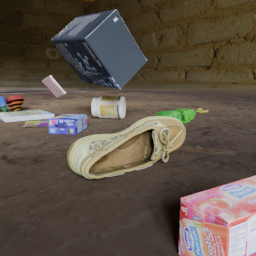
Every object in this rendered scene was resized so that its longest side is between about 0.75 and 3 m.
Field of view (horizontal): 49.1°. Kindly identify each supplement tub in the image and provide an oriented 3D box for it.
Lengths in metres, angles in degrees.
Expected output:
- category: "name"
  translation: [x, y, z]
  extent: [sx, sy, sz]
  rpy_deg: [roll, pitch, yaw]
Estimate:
- category: "supplement tub"
  translation: [-0.870, -0.938, 12.767]
  extent: [1.424, 1.028, 1.028]
  rpy_deg: [2, 11, 10]

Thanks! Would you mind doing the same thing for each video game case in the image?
- category: "video game case"
  translation: [-4.792, -0.589, 13.070]
  extent: [2.151, 0.237, 1.958]
  rpy_deg: [-7, 13, -33]

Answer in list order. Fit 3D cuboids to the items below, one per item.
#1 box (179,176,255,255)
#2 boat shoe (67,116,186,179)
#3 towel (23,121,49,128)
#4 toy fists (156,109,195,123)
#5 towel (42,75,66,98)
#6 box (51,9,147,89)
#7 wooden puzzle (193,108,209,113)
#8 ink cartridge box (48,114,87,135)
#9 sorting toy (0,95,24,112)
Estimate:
- category: "box"
  translation: [1.273, 1.028, 3.067]
  extent: [1.371, 0.703, 0.649]
  rpy_deg: [-7, 13, -31]
- category: "boat shoe"
  translation: [0.207, 0.452, 5.741]
  extent: [2.783, 1.020, 0.872]
  rpy_deg: [-17, 22, -27]
- category: "towel"
  translation: [-3.425, -0.160, 11.035]
  extent: [1.297, 0.148, 0.932]
  rpy_deg: [-2, 10, -15]
- category: "toy fists"
  translation: [2.015, -0.460, 11.509]
  extent: [1.731, 0.595, 0.882]
  rpy_deg: [-9, 6, -33]
- category: "towel"
  translation: [-2.236, -1.262, 8.489]
  extent: [0.141, 0.688, 0.940]
  rpy_deg: [-48, 21, -22]
- category: "box"
  translation: [-1.133, -2.865, 10.399]
  extent: [1.569, 2.176, 2.932]
  rpy_deg: [-49, 35, -16]
- category: "wooden puzzle"
  translation: [3.984, -1.009, 15.603]
  extent: [0.867, 0.150, 1.285]
  rpy_deg: [-4, 11, -19]
- category: "ink cartridge box"
  translation: [-2.117, -0.127, 9.792]
  extent: [0.986, 0.552, 1.446]
  rpy_deg: [2, 12, 11]
- category: "sorting toy"
  translation: [-6.622, -1.147, 15.035]
  extent: [2.108, 0.865, 1.267]
  rpy_deg: [-15, -2, -13]
